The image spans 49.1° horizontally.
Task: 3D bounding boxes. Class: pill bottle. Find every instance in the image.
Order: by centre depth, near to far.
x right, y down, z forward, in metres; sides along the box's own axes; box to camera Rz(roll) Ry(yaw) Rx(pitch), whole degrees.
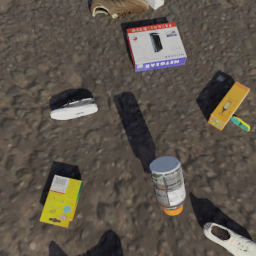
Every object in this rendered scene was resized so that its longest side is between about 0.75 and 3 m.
[{"bbox_3d":[1.279,1.854,8.740,0.948,1.784,0.948,-11,25,5],"label":"pill bottle"}]

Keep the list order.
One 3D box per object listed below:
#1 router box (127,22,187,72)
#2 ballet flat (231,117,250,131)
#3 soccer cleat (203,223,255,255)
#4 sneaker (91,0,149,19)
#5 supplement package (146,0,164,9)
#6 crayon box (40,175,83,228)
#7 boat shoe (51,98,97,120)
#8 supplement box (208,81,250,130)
[{"bbox_3d":[1.268,-3.728,12.811,2.328,0.569,2.089,-10,65,-5],"label":"router box"},{"bbox_3d":[4.570,-0.201,11.349,0.849,0.284,0.285,40,49,14],"label":"ballet flat"},{"bbox_3d":[3.445,3.731,9.181,1.999,0.775,0.693,24,67,11],"label":"soccer cleat"},{"bbox_3d":[-0.436,-5.778,13.726,2.845,1.002,1.075,10,82,10],"label":"sneaker"},{"bbox_3d":[1.231,-6.684,14.169,0.617,0.641,1.127,-36,70,-14],"label":"supplement package"},{"bbox_3d":[-2.337,2.590,9.913,1.046,0.419,1.648,12,65,6],"label":"crayon box"},{"bbox_3d":[-2.221,-0.841,11.406,1.882,0.675,0.638,-13,66,-9],"label":"boat shoe"},{"bbox_3d":[4.111,-0.913,11.434,0.685,0.709,2.060,36,68,16],"label":"supplement box"}]
